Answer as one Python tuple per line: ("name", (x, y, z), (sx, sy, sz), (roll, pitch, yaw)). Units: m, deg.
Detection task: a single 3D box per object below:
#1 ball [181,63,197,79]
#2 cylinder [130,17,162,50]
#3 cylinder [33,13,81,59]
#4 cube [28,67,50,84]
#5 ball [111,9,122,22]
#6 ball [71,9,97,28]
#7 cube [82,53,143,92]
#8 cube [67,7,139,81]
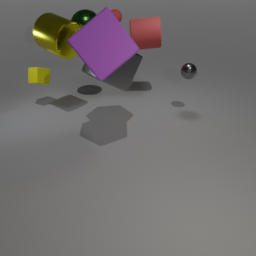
("ball", (2.628, -2.453, 12.107), (0.700, 0.700, 0.700), (0, 28, 0))
("cylinder", (0.831, -4.471, 13.288), (1.400, 1.400, 1.400), (-4, 28, 4))
("cylinder", (-2.666, -3.551, 10.792), (1.400, 1.400, 1.400), (30, 40, 28))
("cube", (-4.067, -2.382, 12.823), (0.700, 0.700, 0.700), (7, 8, 37))
("ball", (-0.647, -5.673, 14.243), (0.700, 0.700, 0.700), (0, 28, 0))
("ball", (-1.844, -4.473, 12.340), (1.400, 1.400, 1.400), (0, 28, 0))
("cube", (-0.604, -2.340, 10.256), (1.400, 1.400, 1.400), (18, 10, -38))
("cube", (-0.689, -2.343, 8.136), (1.400, 1.400, 1.400), (-39, 10, 4))
